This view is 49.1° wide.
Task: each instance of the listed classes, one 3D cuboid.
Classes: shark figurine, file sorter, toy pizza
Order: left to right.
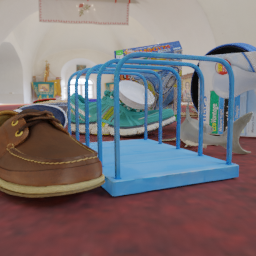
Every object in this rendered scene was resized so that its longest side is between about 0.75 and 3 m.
[{"bbox_3d":[-2.762,-0.654,9.674,2.502,0.397,2.502,-10,-5,-1],"label":"toy pizza"},{"bbox_3d":[0.105,-0.166,3.772,1.538,1.360,2.217,-4,8,-24],"label":"file sorter"},{"bbox_3d":[1.308,-0.073,5.259,1.300,0.908,2.176,-1,4,-2],"label":"shark figurine"}]

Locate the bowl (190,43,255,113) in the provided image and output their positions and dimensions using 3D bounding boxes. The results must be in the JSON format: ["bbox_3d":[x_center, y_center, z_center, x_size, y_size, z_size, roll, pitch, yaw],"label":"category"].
[{"bbox_3d":[2.882,-1.234,8.174,0.492,2.504,2.504,0,5,-39],"label":"bowl"}]

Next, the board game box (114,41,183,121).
[{"bbox_3d":[0.601,-1.046,7.487,1.624,2.400,0.413,-9,47,2],"label":"board game box"}]

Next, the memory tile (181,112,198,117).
[{"bbox_3d":[3.407,-0.685,14.008,2.035,0.171,1.560,0,6,-2],"label":"memory tile"}]

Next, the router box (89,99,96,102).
[{"bbox_3d":[-1.122,-0.729,11.139,1.573,0.384,1.412,-2,-16,-17],"label":"router box"}]

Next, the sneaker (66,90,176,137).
[{"bbox_3d":[-0.267,-0.384,6.831,2.826,1.125,1.095,3,7,17],"label":"sneaker"}]

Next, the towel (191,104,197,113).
[{"bbox_3d":[4.105,-0.929,13.617,1.776,0.462,2.680,0,7,6],"label":"towel"}]

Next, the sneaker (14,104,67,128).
[{"bbox_3d":[-2.102,0.013,4.688,2.175,0.762,1.180,-9,3,-14],"label":"sneaker"}]

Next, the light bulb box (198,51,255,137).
[{"bbox_3d":[2.819,-0.805,6.815,1.969,1.951,1.228,3,6,32],"label":"light bulb box"}]

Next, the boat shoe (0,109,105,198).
[{"bbox_3d":[-1.103,0.183,3.122,0.839,0.788,2.332,-5,8,-39],"label":"boat shoe"}]

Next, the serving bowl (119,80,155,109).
[{"bbox_3d":[0.137,-0.729,6.560,0.934,0.307,0.934,19,35,-14],"label":"serving bowl"}]
